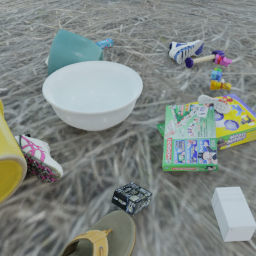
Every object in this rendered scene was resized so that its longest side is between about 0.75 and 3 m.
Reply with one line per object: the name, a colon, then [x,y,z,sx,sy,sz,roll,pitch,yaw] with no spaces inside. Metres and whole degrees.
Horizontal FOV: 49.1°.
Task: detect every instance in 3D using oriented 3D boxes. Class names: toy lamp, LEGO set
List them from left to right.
toy lamp: [3.309,-2.958,11.887,1.800,0.524,0.524,-16,42,-20]
LEGO set: [3.229,-1.682,9.571,0.682,1.661,0.633,16,70,19]

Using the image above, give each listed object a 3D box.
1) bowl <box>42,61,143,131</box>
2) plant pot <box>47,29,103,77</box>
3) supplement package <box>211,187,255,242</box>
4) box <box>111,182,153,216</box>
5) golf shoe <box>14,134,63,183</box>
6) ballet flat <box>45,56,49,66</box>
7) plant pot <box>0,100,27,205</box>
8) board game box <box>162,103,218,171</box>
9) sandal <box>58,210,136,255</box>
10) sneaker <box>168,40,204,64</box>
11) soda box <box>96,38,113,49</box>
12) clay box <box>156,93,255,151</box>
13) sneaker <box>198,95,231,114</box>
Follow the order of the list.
bowl: [-1.038,-0.831,8.673,2.943,1.323,2.943,0,39,0]
plant pot: [-1.800,-2.401,10.199,1.586,1.976,1.976,15,41,1]
supplement package: [2.244,1.840,6.034,0.575,0.577,0.983,-1,40,-2]
box: [0.101,1.578,6.322,0.616,0.324,0.752,24,18,27]
golf shoe: [-2.356,0.671,7.323,2.029,0.737,0.934,25,46,27]
ballet flat: [-2.988,-3.327,12.253,0.677,0.677,1.886,17,43,20]
plant pot: [-3.840,0.426,6.195,2.750,2.923,2.923,41,53,21]
board game box: [1.610,0.195,7.298,1.313,0.284,1.951,-2,54,16]
sandal: [-0.856,2.423,5.228,2.598,0.702,1.043,-28,47,-30]
sneaker: [2.442,-3.531,12.385,1.854,0.749,1.070,-30,50,-29]
soda box: [-1.111,-3.978,13.287,0.828,0.281,0.266,-29,48,-31]
clay box: [2.380,-0.100,8.267,2.759,0.657,1.585,-13,45,-16]
sneaker: [2.517,-0.737,8.207,0.989,0.381,0.405,23,13,1]
